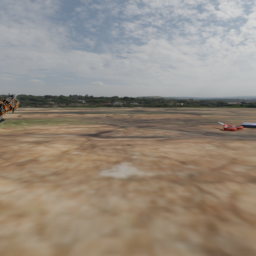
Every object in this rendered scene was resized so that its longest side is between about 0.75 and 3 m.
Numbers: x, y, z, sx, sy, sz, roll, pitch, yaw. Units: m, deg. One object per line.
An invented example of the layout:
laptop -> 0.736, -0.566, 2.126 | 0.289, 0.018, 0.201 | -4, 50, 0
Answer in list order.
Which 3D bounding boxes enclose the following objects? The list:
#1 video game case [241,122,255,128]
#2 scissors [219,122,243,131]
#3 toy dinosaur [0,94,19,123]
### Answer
video game case -> 4.102, -0.088, 8.982 | 0.818, 0.109, 1.144 | 2, 7, 25
scissors -> 2.801, -0.071, 8.119 | 0.482, 0.092, 1.317 | -9, 12, -13
toy dinosaur -> -3.699, -0.432, 7.173 | 0.964, 1.281, 1.887 | 16, 43, 14
